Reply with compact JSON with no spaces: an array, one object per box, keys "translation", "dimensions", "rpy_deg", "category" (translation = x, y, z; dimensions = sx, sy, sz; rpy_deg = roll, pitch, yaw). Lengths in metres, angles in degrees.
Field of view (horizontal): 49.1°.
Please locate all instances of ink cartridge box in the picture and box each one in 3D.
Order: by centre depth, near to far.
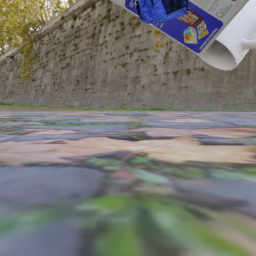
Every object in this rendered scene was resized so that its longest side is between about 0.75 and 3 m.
[{"translation":[0.947,-3.014,5.643],"dimensions":[2.866,0.673,2.832],"rpy_deg":[33,-15,-1],"category":"ink cartridge box"}]

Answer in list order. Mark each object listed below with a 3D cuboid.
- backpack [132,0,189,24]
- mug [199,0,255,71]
[{"translation":[0.415,-2.055,4.032],"dimensions":[0.799,0.952,0.774],"rpy_deg":[-18,29,6],"category":"backpack"},{"translation":[2.998,-2.692,7.575],"dimensions":[1.514,1.798,2.050],"rpy_deg":[40,-5,-38],"category":"mug"}]
